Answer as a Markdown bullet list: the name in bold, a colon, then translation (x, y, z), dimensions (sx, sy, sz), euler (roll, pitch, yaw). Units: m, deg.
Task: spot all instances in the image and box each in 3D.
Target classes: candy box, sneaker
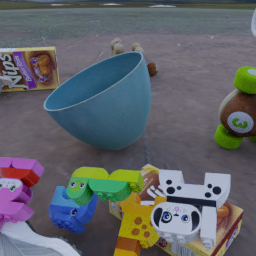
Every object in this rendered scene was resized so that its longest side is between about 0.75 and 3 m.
- **candy box**: translation (0.656, 1.256, 4.215), dimensions (1.743, 0.492, 1.017), euler (21, 35, 37)
- **candy box**: translation (-3.601, -1.985, 9.525), dimensions (2.344, 1.367, 0.662), euler (-5, 27, -8)
- **sneaker**: translation (-1.119, 1.669, 3.249), dimensions (2.126, 0.786, 0.843), euler (10, 38, 31)

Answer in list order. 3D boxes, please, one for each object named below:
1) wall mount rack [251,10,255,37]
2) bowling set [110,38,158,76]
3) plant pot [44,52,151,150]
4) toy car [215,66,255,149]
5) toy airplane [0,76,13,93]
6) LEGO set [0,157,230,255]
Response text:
- **wall mount rack**: translation (3.074, -2.023, 4.409), dimensions (0.926, 2.484, 2.158), euler (5, 70, -9)
- **bowling set**: translation (0.226, -2.787, 10.959), dimensions (1.896, 1.462, 2.724), euler (-5, 28, -9)
- **plant pot**: translation (-0.414, -0.420, 6.022), dimensions (2.243, 1.510, 2.243), euler (-22, 28, 12)
- **toy car**: translation (3.008, 0.038, 5.452), dimensions (1.706, 1.776, 2.162), euler (-10, 41, -18)
- **toy airplane**: translation (-4.853, -1.461, 8.580), dimensions (1.870, 1.319, 1.862), euler (-3, -8, 22)
- **LEGO set**: translation (-0.353, 1.247, 3.409), dimensions (2.991, 1.141, 1.227), euler (1, 53, 20)
